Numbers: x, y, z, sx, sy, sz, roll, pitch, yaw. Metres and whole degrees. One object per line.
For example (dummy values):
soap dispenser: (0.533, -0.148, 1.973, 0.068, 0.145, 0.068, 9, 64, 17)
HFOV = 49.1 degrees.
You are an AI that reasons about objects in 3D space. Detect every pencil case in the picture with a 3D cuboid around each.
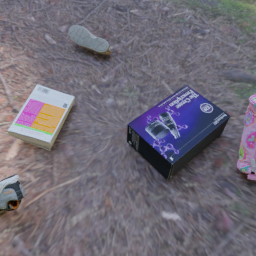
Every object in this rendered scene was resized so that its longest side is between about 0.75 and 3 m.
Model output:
pencil case: (2.930, 0.203, 6.181, 0.828, 1.894, 0.828, 0, 28, 0)

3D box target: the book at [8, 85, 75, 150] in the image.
book: (-2.242, -0.353, 7.411, 1.126, 0.405, 1.686, 19, 53, -1)

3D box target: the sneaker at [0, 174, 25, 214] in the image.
sneaker: (-2.474, 1.484, 5.649, 0.517, 1.398, 0.554, -22, 72, -46)

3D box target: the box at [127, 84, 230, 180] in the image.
box: (1.240, 0.030, 7.009, 2.118, 0.835, 1.495, -35, 63, -25)

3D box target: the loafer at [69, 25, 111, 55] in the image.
loafer: (-1.282, -2.903, 9.450, 1.655, 0.520, 0.595, 33, 92, 18)
